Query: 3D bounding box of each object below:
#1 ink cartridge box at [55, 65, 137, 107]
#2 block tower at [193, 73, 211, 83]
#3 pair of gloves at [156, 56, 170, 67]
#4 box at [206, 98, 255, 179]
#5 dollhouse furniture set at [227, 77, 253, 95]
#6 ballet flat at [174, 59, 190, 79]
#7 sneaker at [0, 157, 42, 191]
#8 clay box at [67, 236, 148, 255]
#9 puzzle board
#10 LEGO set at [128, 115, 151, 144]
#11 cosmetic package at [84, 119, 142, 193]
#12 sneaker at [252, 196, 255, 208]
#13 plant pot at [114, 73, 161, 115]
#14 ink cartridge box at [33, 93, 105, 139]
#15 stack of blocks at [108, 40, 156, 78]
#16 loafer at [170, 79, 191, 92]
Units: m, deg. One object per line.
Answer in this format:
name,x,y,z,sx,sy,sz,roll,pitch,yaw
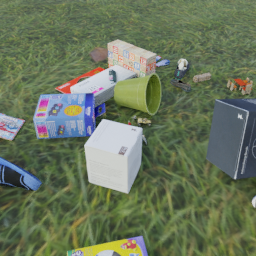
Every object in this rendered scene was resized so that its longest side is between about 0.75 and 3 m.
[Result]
ink cartridge box,-1.434,-2.113,12.556,2.468,0.619,2.844,30,48,30
block tower,3.496,-2.366,13.153,0.883,0.239,0.255,-17,43,-19
pair of gloves,1.600,-3.498,14.644,0.947,0.134,1.178,-30,47,-31
box,3.813,0.214,8.067,2.569,1.907,1.376,-3,19,-20
dollhouse furniture set,5.069,-1.923,12.387,0.983,0.506,0.972,-9,40,-10
ballet flat,2.660,-3.005,13.655,0.643,0.643,1.759,13,40,15
sneaker,-3.682,1.359,8.014,2.368,0.830,0.922,26,75,5
clay box,-0.530,3.169,6.087,2.043,0.486,1.174,-7,39,-10
puzzle board,-4.729,-0.160,10.166,1.551,0.135,1.169,17,39,-6
LEGO set,0.088,0.066,9.875,1.298,0.566,1.998,6,39,8
cosmetic package,-0.372,0.809,8.161,1.279,1.550,1.277,12,41,15
sneaker,4.028,1.756,7.826,1.779,0.673,0.685,-18,28,-28
plant pot,0.315,-1.354,11.066,1.539,1.621,1.621,6,38,26
ink cartridge box,-2.057,-0.497,10.324,2.422,0.924,1.652,-2,39,-5
stack of blocks,0.144,-3.072,13.114,2.400,1.382,0.703,30,48,32
loafer,2.390,-2.015,12.615,0.411,0.360,1.145,-27,46,-31
